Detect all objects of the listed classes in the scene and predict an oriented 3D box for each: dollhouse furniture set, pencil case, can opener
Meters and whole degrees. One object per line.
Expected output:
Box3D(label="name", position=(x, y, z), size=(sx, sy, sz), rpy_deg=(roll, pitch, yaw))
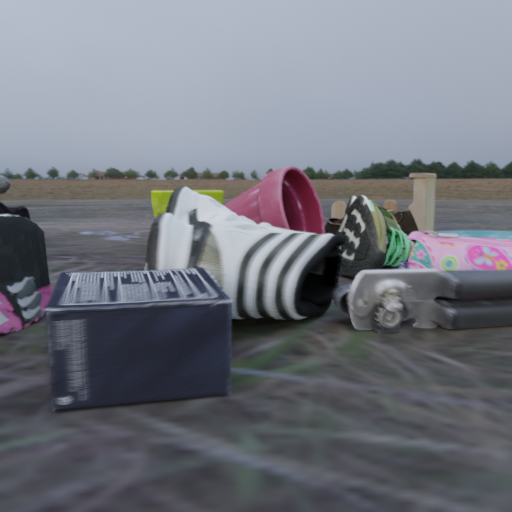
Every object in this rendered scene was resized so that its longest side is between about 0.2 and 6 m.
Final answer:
Box3D(label="dollhouse furniture set", position=(3.397, -1.361, 14.827), size=(2.416, 1.605, 2.117), rpy_deg=(4, 8, 30))
Box3D(label="pencil case", position=(2.630, 0.144, 6.279), size=(1.888, 0.825, 0.825), rpy_deg=(8, 11, 39))
Box3D(label="can opener", position=(1.833, 0.359, 5.421), size=(2.166, 0.578, 0.724), rpy_deg=(-1, 14, -14))

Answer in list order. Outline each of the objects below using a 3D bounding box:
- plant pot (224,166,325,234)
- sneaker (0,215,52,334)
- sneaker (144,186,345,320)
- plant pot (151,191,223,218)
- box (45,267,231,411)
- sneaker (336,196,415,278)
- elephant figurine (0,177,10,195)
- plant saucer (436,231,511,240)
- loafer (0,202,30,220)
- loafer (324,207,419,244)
Box3D(label="plant pot", position=(0.219, -0.600, 9.826), size=(1.452, 1.622, 1.622), rpy_deg=(-14, -1, 31))
Box3D(label="sneaker", position=(-2.898, 0.221, 4.741), size=(1.183, 1.100, 2.739), rpy_deg=(1, 6, 16))
Box3D(label="sneaker", position=(-0.132, 0.083, 6.401), size=(1.991, 1.306, 3.460), rpy_deg=(10, 11, -6))
Box3D(label="plant pot", position=(-1.459, -0.765, 11.739), size=(1.343, 1.224, 1.349), rpy_deg=(-3, 8, -17))
Box3D(label="box", position=(-0.807, 0.511, 3.870), size=(1.101, 0.684, 1.110), rpy_deg=(-3, 10, -14))
Box3D(label="sneaker", position=(2.044, -0.263, 8.937), size=(1.383, 1.200, 3.122), rpy_deg=(19, 15, 3))
Box3D(label="elephant figurine", position=(-4.865, -0.517, 8.607), size=(2.113, 1.495, 1.639), rpy_deg=(11, -14, -8))
Box3D(label="plant saucer", position=(4.660, -0.221, 10.915), size=(2.668, 0.366, 2.668), rpy_deg=(-1, 8, 0))
Box3D(label="loafer", position=(-5.791, -0.607, 12.152), size=(0.991, 1.020, 2.793), rpy_deg=(-9, 1, -2))
Box3D(label="loafer", position=(2.562, -0.716, 12.464), size=(0.952, 0.930, 2.608), rpy_deg=(-6, 9, -39))
